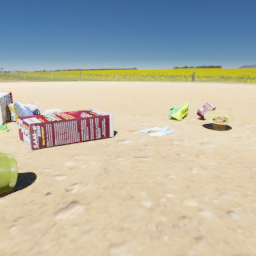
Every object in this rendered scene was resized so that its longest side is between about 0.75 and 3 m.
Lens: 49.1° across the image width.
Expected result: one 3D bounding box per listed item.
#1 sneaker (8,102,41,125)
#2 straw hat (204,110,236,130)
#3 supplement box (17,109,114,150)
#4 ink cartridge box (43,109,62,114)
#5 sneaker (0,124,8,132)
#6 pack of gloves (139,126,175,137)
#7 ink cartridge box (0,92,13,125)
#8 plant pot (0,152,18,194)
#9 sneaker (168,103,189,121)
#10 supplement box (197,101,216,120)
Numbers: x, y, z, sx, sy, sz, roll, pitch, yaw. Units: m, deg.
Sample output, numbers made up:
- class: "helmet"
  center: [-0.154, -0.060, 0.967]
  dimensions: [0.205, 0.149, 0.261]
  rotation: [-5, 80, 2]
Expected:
- class: "sneaker"
  center: [-4.377, -0.695, 12.265]
  dimensions: [1.209, 1.032, 2.743]
  rotation: [-8, 15, -32]
- class: "straw hat"
  center: [3.635, -0.201, 11.124]
  dimensions: [1.305, 0.552, 1.305]
  rotation: [-4, 26, 2]
- class: "supplement box"
  center: [-2.104, -0.040, 9.600]
  dimensions: [2.865, 0.872, 1.559]
  rotation: [-10, 15, -33]
- class: "ink cartridge box"
  center: [-3.839, -0.766, 14.230]
  dimensions: [0.782, 0.326, 0.568]
  rotation: [-12, 17, -43]
- class: "sneaker"
  center: [-5.034, -0.007, 10.641]
  dimensions: [0.879, 0.367, 0.325]
  rotation: [-8, 15, -29]
- class: "pack of gloves"
  center: [1.122, 0.048, 10.699]
  dimensions: [1.044, 0.245, 1.242]
  rotation: [13, 18, 43]
- class: "ink cartridge box"
  center: [-6.678, -0.954, 12.943]
  dimensions: [2.133, 1.224, 2.936]
  rotation: [-3, 12, -12]
- class: "plant pot"
  center: [-2.754, 0.861, 5.220]
  dimensions: [1.183, 1.183, 1.139]
  rotation: [11, 4, 42]
- class: "sneaker"
  center: [2.485, -0.866, 13.746]
  dimensions: [0.828, 0.734, 1.981]
  rotation: [10, 15, 23]
- class: "supplement box"
  center: [3.638, -0.822, 13.001]
  dimensions: [0.813, 0.348, 0.449]
  rotation: [-38, 61, -13]
